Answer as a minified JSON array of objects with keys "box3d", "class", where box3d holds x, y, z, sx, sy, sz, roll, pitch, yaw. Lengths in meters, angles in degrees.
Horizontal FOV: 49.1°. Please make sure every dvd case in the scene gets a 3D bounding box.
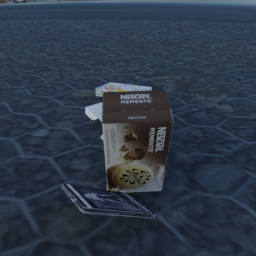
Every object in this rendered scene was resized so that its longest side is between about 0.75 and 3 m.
[{"box3d":[-0.380,1.390,5.309,1.523,0.122,1.132,17,1,-32],"class":"dvd case"}]

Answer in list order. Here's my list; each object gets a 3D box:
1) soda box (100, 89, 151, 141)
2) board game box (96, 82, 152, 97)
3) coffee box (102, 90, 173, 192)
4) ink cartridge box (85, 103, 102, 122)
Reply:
[{"box3d":[0.199,-0.240,8.016,0.713,0.767,2.248,46,44,-3],"class":"soda box"},{"box3d":[-0.145,-1.392,10.699,1.816,0.311,1.221,10,22,21],"class":"board game box"},{"box3d":[0.141,0.365,5.812,1.261,2.232,0.891,-1,45,-3],"class":"coffee box"},{"box3d":[-0.708,-0.445,9.419,0.991,0.293,1.238,-20,42,-31],"class":"ink cartridge box"}]
